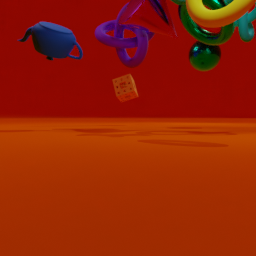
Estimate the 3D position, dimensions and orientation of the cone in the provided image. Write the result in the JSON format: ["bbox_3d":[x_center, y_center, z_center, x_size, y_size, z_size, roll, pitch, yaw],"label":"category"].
[{"bbox_3d":[0.830,-3.010,7.768,1.560,1.554,1.554,34,-13,-24],"label":"cone"}]

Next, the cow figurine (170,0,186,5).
[{"bbox_3d":[0.863,-3.194,6.346,1.201,0.659,1.182,24,-1,-25],"label":"cow figurine"}]

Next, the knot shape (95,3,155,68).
[{"bbox_3d":[-0.129,-2.937,8.715,1.833,1.959,0.905,13,-2,14],"label":"knot shape"}]

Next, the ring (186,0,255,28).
[{"bbox_3d":[1.490,-2.226,4.402,1.292,1.292,0.258,2,-6,44],"label":"ring"}]

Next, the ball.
[{"bbox_3d":[2.554,-2.428,9.328,1.059,1.059,1.059,0,2,0],"label":"ball"}]

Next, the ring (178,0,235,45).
[{"bbox_3d":[1.913,-2.707,6.940,1.582,0.316,1.582,39,-12,10],"label":"ring"}]

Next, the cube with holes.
[{"bbox_3d":[-0.103,-1.652,11.698,0.774,0.774,0.774,-17,-16,9],"label":"cube with holes"}]

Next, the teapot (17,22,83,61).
[{"bbox_3d":[-2.075,-2.291,7.512,1.865,0.913,1.160,21,25,2],"label":"teapot"}]

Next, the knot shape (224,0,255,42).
[{"bbox_3d":[2.737,-2.833,6.709,0.628,1.358,1.271,-25,-15,0],"label":"knot shape"}]
